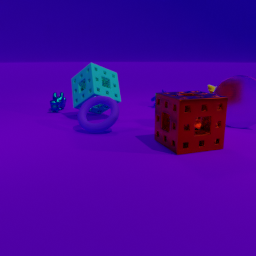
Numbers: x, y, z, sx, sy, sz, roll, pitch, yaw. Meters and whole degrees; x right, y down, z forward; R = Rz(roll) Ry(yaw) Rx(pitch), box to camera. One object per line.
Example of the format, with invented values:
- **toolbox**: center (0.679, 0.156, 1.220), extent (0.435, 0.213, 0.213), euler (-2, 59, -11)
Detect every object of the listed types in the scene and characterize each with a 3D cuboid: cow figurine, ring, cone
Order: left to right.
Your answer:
- **cow figurine**: center (-2.769, -0.939, 11.102), extent (0.545, 0.976, 0.992), euler (-1, -21, 4)
- **ring**: center (-0.862, -0.420, 8.132), extent (1.261, 0.252, 1.261), euler (-7, 55, 10)
- **cow figurine**: center (1.411, -1.282, 11.878), extent (0.869, 0.485, 0.883), euler (-34, 12, -12)
- **cone**: center (3.606, -0.998, 8.881), extent (1.589, 1.589, 1.594), euler (7, 22, 26)

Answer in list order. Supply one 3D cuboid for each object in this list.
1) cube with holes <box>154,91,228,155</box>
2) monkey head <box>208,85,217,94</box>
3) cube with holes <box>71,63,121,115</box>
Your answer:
- **cube with holes**: center (1.465, -0.194, 6.790), extent (1.234, 1.234, 1.234), euler (-5, 15, -19)
- **monkey head**: center (2.888, -1.125, 9.488), extent (0.610, 1.012, 0.728), euler (-47, 51, -11)
- **cube with holes**: center (-1.123, -1.319, 9.751), extent (1.161, 1.161, 1.161), euler (13, -30, -43)
